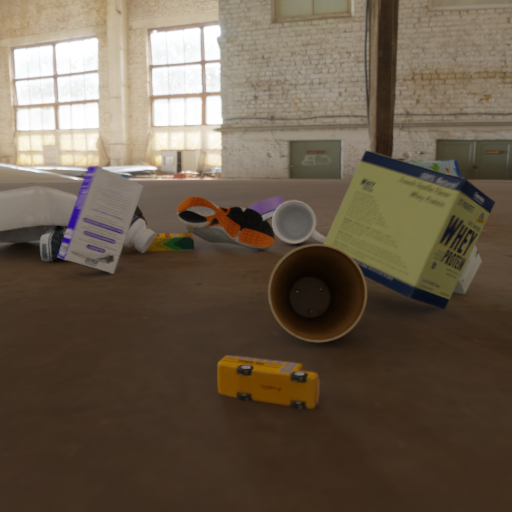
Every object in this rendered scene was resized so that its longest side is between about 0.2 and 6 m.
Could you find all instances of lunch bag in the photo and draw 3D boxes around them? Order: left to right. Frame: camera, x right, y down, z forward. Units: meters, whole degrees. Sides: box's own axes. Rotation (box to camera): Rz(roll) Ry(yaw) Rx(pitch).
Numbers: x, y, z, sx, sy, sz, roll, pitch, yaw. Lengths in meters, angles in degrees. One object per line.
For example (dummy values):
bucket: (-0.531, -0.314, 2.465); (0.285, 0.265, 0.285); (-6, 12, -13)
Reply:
lunch bag: (5.474, -2.104, 18.741); (1.946, 1.458, 2.289); (-2, -19, -14)

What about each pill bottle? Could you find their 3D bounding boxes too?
pill bottle: (-2.528, -0.548, 10.751); (1.138, 0.632, 0.632); (33, 14, 4)

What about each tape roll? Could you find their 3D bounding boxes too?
tape roll: (0.253, -1.161, 14.250); (0.991, 0.325, 0.991); (-19, -9, -3)

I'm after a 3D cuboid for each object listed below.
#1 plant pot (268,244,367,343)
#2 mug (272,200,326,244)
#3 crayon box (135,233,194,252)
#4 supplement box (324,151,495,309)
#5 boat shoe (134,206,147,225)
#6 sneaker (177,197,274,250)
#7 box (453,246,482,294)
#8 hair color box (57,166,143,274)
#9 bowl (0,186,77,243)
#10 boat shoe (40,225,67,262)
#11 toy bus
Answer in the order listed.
plant pot: (0.618, 0.426, 5.996); (0.969, 0.969, 1.039); (0, -7, 2)
mug: (0.972, -0.631, 12.144); (1.236, 0.912, 1.084); (31, 4, 4)
crayon box: (-1.885, -0.280, 11.453); (1.153, 0.293, 0.732); (-3, 10, -12)
supplement box: (1.842, -0.333, 6.941); (0.971, 1.445, 1.447); (17, 8, -47)
boat shoe: (-3.185, -0.897, 12.835); (0.956, 0.980, 2.590); (-40, 0, -9)
sneaker: (-0.591, -0.569, 11.665); (2.083, 0.788, 0.958); (21, -22, 11)
box: (2.715, 0.139, 7.864); (0.622, 0.406, 0.619); (11, 56, 46)
hair color box: (-2.472, -0.563, 8.901); (0.835, 1.528, 0.495); (21, -6, -35)
bowl: (-4.544, -0.797, 11.205); (2.243, 0.837, 2.240); (-8, -3, 12)
boat shoe: (-3.556, -0.259, 10.615); (0.796, 0.620, 1.754); (0, 16, -13)
toy bus: (0.096, 0.976, 4.364); (0.806, 0.262, 0.316); (3, 9, 19)
